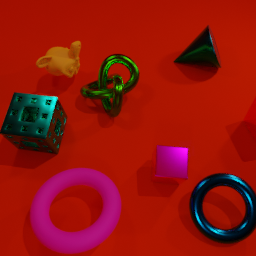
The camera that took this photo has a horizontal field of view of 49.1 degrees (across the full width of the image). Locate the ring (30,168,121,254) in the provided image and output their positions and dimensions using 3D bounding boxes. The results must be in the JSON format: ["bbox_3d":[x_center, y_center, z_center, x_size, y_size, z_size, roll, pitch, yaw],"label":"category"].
[{"bbox_3d":[-1.165,1.767,6.289,2.025,0.405,2.025,-1,46,1],"label":"ring"}]

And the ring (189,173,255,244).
[{"bbox_3d":[2.233,1.846,6.510,1.600,0.320,1.600,-1,78,7],"label":"ring"}]

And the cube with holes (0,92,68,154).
[{"bbox_3d":[-2.467,-0.102,7.572,1.184,1.184,1.184,7,67,5],"label":"cube with holes"}]

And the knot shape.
[{"bbox_3d":[-0.505,-1.166,8.447,1.922,0.888,1.799,-29,55,20],"label":"knot shape"}]

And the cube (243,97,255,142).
[{"bbox_3d":[4.226,-0.222,7.739,1.269,1.269,1.269,-10,55,-6],"label":"cube"}]

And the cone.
[{"bbox_3d":[2.282,-2.558,9.744,1.509,1.503,1.503,-16,50,25],"label":"cone"}]

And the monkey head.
[{"bbox_3d":[-2.061,-2.267,8.854,1.069,1.277,1.775,26,32,6],"label":"monkey head"}]

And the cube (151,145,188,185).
[{"bbox_3d":[1.033,0.943,7.062,0.792,0.792,0.792,6,69,-1],"label":"cube"}]
